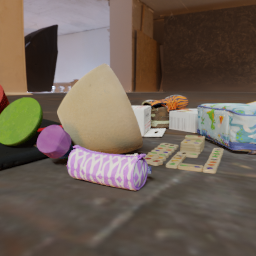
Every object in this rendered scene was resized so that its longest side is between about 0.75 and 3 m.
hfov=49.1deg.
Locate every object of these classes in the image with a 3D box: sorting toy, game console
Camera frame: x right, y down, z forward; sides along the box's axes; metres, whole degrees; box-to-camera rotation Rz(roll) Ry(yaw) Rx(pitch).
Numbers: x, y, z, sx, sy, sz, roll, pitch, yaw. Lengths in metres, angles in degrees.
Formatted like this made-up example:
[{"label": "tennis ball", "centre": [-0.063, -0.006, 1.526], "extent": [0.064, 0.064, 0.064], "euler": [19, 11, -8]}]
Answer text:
[{"label": "sorting toy", "centre": [-2.095, 0.000, 5.771], "extent": [2.943, 1.020, 1.013], "euler": [23, -18, 31]}, {"label": "game console", "centre": [-2.428, 0.289, 6.360], "extent": [2.598, 0.456, 2.937], "euler": [14, 16, 34]}]

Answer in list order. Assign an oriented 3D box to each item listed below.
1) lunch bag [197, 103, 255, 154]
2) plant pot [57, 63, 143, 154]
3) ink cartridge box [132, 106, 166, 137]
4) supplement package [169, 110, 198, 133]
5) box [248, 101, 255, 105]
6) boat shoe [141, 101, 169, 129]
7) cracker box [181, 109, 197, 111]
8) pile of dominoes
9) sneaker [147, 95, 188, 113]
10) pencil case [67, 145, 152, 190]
[{"label": "lunch bag", "centre": [2.888, -0.094, 6.688], "extent": [1.894, 0.971, 2.356], "euler": [-3, 9, -13]}, {"label": "plant pot", "centre": [-0.669, -0.184, 5.630], "extent": [1.245, 1.855, 1.855], "euler": [-26, 14, -9]}, {"label": "ink cartridge box", "centre": [-0.081, -0.249, 8.237], "extent": [2.316, 0.780, 1.356], "euler": [2, 9, 12]}, {"label": "supplement package", "centre": [1.863, -0.224, 8.719], "extent": [0.608, 0.586, 1.069], "euler": [-7, 11, -36]}, {"label": "box", "centre": [4.979, -0.659, 10.248], "extent": [1.649, 0.574, 2.769], "euler": [-16, 6, 18]}, {"label": "boat shoe", "centre": [0.672, -0.532, 9.876], "extent": [0.824, 0.826, 2.232], "euler": [-7, 11, -36]}, {"label": "cracker box", "centre": [2.859, -0.394, 9.983], "extent": [1.730, 0.499, 1.159], "euler": [0, 11, -6]}, {"label": "pile of dominoes", "centre": [1.122, 0.433, 5.588], "extent": [1.412, 0.288, 1.812], "euler": [4, 9, 22]}, {"label": "sneaker", "centre": [1.858, -0.935, 12.855], "extent": [2.279, 0.884, 1.277], "euler": [-12, 15, -10]}, {"label": "pencil case", "centre": [-0.302, 0.565, 4.061], "extent": [1.204, 0.515, 0.505], "euler": [3, 11, 26]}]
